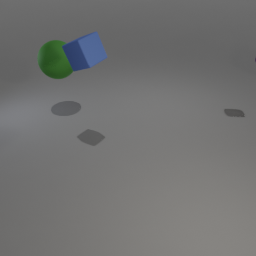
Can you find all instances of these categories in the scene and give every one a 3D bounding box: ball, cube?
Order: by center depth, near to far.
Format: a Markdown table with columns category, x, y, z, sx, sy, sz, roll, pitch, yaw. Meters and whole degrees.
| category | x | y | z | sx | sy | sz | roll | pitch | yaw |
| --- | --- | --- | --- | --- | --- | --- | --- | --- | --- |
| cube | -1.093 | -1.935 | 7.121 | 0.700 | 0.700 | 0.700 | 0 | 32 | 43 |
| ball | -2.609 | -2.514 | 10.339 | 1.400 | 1.400 | 1.400 | 0 | 30 | 0 |
